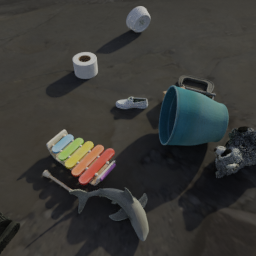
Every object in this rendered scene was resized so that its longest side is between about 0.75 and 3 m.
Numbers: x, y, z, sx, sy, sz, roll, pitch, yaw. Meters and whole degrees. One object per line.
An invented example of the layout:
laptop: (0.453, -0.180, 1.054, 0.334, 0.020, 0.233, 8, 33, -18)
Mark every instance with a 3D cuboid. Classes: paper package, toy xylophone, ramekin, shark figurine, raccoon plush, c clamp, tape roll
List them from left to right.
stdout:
toy xylophone: (-1.631, 1.117, 8.986, 2.419, 0.608, 1.771, 22, 52, 19)
tape roll: (-1.896, -2.789, 12.482, 1.055, 0.724, 1.055, 0, 48, 0)
shark figurine: (-0.327, 1.981, 7.982, 2.388, 0.996, 1.427, 21, 50, 16)
ramekin: (0.596, -5.673, 14.806, 1.308, 1.308, 0.609, -24, 62, -21)
paper package: (1.956, -1.114, 11.109, 0.951, 0.492, 0.907, -15, 49, -12)
c clamp: (2.900, -1.715, 11.830, 1.764, 0.239, 1.507, 21, 51, 18)
raccoon plush: (3.952, 1.048, 8.749, 2.552, 1.235, 1.710, 18, 58, 16)

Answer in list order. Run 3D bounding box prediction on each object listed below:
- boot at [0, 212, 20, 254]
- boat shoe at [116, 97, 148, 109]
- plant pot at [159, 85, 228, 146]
boot: (-3.780, 2.852, 7.364, 1.165, 0.586, 1.558, 23, 37, 12)
boat shoe: (0.151, -1.051, 11.092, 1.278, 0.427, 0.470, -1, 48, -1)
plant pot: (2.229, -0.304, 9.476, 1.892, 2.014, 2.014, 8, 47, -7)
